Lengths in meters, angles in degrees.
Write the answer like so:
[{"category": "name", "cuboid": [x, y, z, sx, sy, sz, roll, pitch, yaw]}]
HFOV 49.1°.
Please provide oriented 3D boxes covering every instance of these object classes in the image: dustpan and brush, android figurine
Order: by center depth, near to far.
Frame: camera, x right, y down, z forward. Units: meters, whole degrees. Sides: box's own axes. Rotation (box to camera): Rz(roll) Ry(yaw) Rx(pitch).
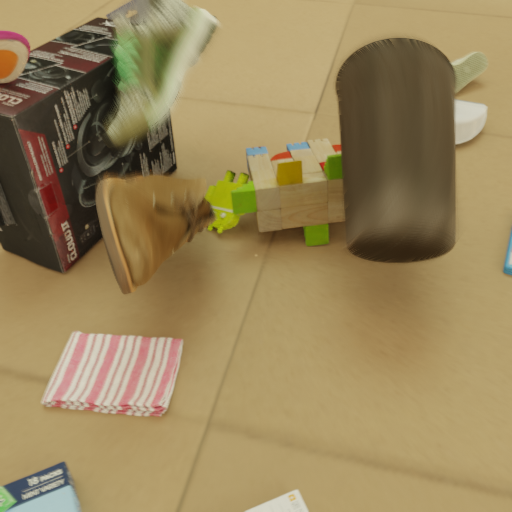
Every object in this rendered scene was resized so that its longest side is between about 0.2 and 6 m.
[{"category": "android figurine", "cuboid": [-0.495, -0.889, 9.294, 0.985, 0.222, 1.082, 19, 83, 42]}, {"category": "dustpan and brush", "cuboid": [3.735, -2.505, 11.298, 1.566, 0.642, 2.244, 14, 37, 17]}]

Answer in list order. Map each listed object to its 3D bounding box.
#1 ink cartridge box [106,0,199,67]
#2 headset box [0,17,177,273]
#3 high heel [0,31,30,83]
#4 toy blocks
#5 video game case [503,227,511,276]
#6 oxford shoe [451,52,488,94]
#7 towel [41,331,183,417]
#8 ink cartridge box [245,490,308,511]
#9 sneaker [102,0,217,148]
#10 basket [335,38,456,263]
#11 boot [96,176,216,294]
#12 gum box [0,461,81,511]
[{"category": "ink cartridge box", "cuboid": [-1.748, -3.665, 9.403, 1.280, 1.304, 0.282, 2, 43, 45]}, {"category": "headset box", "cuboid": [-2.863, -1.736, 8.788, 1.400, 2.698, 3.626, 18, 46, 21]}, {"category": "high heel", "cuboid": [-3.671, -2.824, 7.391, 2.314, 0.779, 1.110, -6, 69, 39]}, {"category": "toy blocks", "cuboid": [1.018, -1.327, 9.504, 2.953, 1.476, 2.019, -7, 31, -2]}, {"category": "video game case", "cuboid": [4.675, -0.129, 8.913, 1.214, 0.151, 1.696, 18, 45, 18]}, {"category": "oxford shoe", "cuboid": [4.534, -4.161, 13.078, 1.990, 0.748, 0.575, -30, 9, -19]}, {"category": "towel", "cuboid": [-1.792, 1.446, 7.127, 1.566, 0.234, 1.146, 4, 42, 4]}, {"category": "ink cartridge box", "cuboid": [0.119, 3.014, 5.377, 1.186, 0.257, 1.175, -14, 44, -18]}, {"category": "sneaker", "cuboid": [-1.676, -2.776, 8.050, 1.060, 1.221, 2.756, -12, 49, 53]}, {"category": "basket", "cuboid": [1.880, -1.230, 7.465, 1.619, 2.147, 2.381, -4, 70, 21]}, {"category": "boot", "cuboid": [-1.193, -0.520, 7.132, 1.250, 1.220, 3.313, -10, 19, 0]}, {"category": "gum box", "cuboid": [-2.365, 3.167, 5.066, 1.757, 0.461, 2.068, -18, 45, -19]}]
